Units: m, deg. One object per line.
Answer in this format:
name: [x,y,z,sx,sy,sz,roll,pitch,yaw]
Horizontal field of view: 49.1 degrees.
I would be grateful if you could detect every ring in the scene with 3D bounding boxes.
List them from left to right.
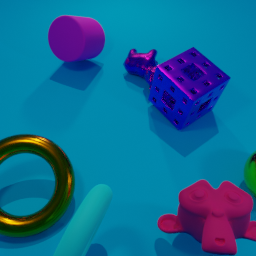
ring: [-2.084,1.113,5.591,2.031,0.406,2.031,2,78,-7]
ring: [-0.714,1.652,4.282,0.340,1.701,1.701,26,53,5]

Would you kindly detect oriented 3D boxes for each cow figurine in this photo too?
cow figurine: [0.478,-1.752,8.362,1.465,0.804,1.442,10,50,18]

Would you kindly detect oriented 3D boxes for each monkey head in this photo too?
monkey head: [1.427,1.626,4.653,1.935,1.166,1.392,2,38,11]

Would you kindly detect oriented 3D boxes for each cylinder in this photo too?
cylinder: [-1.529,-2.702,8.497,1.274,1.274,1.274,20,24,17]

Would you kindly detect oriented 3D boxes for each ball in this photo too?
ball: [3.033,0.960,5.717,1.255,1.255,1.255,0,49,0]

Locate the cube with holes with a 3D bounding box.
cube with holes: [1.507,-0.992,7.206,1.287,1.287,1.287,-31,66,-23]
